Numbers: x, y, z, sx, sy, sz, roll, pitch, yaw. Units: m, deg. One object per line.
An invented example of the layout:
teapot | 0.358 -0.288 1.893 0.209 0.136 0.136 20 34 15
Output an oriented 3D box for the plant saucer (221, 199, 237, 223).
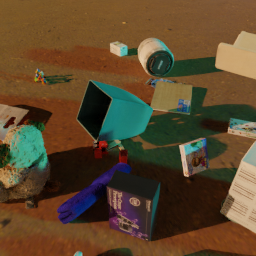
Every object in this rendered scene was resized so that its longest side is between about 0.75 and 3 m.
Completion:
plant saucer | 3.112 2.394 7.976 0.953 0.171 0.953 6 31 -4

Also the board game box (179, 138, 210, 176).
board game box | 1.854 0.794 7.734 0.866 0.868 0.179 -15 8 -31

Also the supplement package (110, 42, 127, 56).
supplement package | -0.596 -5.028 17.781 0.598 0.576 1.052 -26 43 -31

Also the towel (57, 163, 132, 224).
towel | -0.984 1.763 7.848 2.103 1.553 0.521 -35 83 -36

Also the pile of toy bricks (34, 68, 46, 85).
pile of toy bricks | -4.698 -2.599 14.644 0.538 0.604 1.089 -40 51 11

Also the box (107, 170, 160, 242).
box | 0.140 2.031 7.257 1.205 1.708 0.674 11 38 15

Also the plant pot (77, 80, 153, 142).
plant pot | -0.352 -0.568 10.613 2.366 1.672 1.671 5 27 -41

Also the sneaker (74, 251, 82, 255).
sneaker | -1.087 3.448 6.488 0.565 0.443 1.137 4 45 -6

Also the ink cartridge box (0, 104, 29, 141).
ink cartridge box | -5.750 -0.214 11.383 2.717 0.681 2.203 13 37 2

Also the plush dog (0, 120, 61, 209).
plush dog | -3.084 0.941 8.340 2.022 2.164 2.520 12 38 16

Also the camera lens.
camera lens | 1.482 -3.867 15.306 1.637 1.637 2.047 -7 37 -9

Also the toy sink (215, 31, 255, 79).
toy sink | 3.054 -1.915 7.250 1.298 0.846 0.727 22 63 24

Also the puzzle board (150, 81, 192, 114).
puzzle board | 2.070 -1.435 13.135 1.757 0.203 2.332 9 42 8

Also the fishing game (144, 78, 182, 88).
fishing game | 1.775 -2.287 14.343 1.777 0.276 1.273 15 37 21

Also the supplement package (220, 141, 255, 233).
supplement package | 3.672 1.528 7.592 1.349 1.835 1.755 27 35 28

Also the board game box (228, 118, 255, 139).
board game box | 4.734 0.025 11.218 1.335 0.231 0.843 13 38 17

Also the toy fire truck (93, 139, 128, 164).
toy fire truck | -0.673 0.666 10.197 1.199 0.415 1.701 -4 35 -7
